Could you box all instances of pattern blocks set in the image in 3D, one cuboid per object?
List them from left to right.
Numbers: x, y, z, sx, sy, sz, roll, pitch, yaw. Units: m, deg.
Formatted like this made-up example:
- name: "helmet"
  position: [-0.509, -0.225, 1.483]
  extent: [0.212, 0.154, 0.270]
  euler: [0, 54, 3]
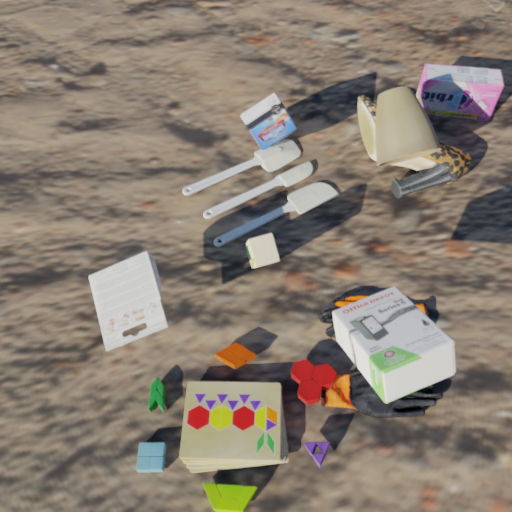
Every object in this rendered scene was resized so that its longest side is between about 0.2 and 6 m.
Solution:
- name: "pattern blocks set"
  position: [-0.327, 2.721, 9.120]
  extent: [3.074, 0.249, 2.702]
  euler: [7, 57, 8]

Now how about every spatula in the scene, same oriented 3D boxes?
- name: "spatula"
  position: [0.023, -1.403, 12.030]
  extent: [2.919, 0.234, 2.030]
  euler: [-27, 65, -16]

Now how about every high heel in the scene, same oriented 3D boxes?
- name: "high heel"
  position: [3.439, -2.631, 12.341]
  extent: [1.900, 0.952, 2.665]
  euler: [-18, 71, -8]

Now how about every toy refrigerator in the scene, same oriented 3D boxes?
- name: "toy refrigerator"
  position: [0.076, -0.064, 10.262]
  extent: [0.479, 1.368, 0.519]
  euler: [-15, 89, -5]

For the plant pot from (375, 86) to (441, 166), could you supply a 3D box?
- name: "plant pot"
  position: [2.893, -2.614, 11.168]
  extent: [1.274, 1.274, 1.361]
  euler: [-14, 91, -9]

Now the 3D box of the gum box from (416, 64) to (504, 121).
- name: "gum box"
  position: [4.763, -3.821, 13.124]
  extent: [1.841, 1.045, 0.609]
  euler: [6, 56, 4]

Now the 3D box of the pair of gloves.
- name: "pair of gloves"
  position: [2.145, 1.706, 9.845]
  extent: [2.046, 0.284, 2.296]
  euler: [2, 57, 1]

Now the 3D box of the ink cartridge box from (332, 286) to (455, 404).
- name: "ink cartridge box"
  position: [1.768, 1.120, 7.385]
  extent: [1.022, 0.590, 1.405]
  euler: [-21, 32, -10]

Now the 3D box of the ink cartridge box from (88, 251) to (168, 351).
- name: "ink cartridge box"
  position: [-2.040, 0.746, 9.080]
  extent: [1.104, 0.343, 1.371]
  euler: [-22, 70, 5]

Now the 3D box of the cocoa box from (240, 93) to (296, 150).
- name: "cocoa box"
  position: [0.284, -2.794, 11.783]
  extent: [0.865, 1.297, 0.851]
  euler: [-31, 98, 9]
